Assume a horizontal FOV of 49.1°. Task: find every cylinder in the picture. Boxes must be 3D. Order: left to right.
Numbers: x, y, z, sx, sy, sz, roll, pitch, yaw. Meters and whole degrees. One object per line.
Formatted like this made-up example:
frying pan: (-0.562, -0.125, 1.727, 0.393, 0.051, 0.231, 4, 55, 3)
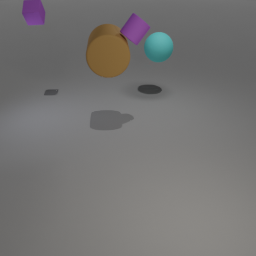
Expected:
cylinder: (-0.664, -2.588, 9.328, 1.400, 1.400, 1.400, -2, 34, -3)
cylinder: (0.223, -3.088, 8.767, 0.700, 0.700, 0.700, 36, 16, -12)

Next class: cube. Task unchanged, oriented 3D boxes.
cube: (-3.850, -4.732, 11.478, 0.700, 0.700, 0.700, -3, 68, 0)

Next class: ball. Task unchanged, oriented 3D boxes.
ball: (1.477, -3.885, 13.519, 1.400, 1.400, 1.400, 0, 28, 0)
